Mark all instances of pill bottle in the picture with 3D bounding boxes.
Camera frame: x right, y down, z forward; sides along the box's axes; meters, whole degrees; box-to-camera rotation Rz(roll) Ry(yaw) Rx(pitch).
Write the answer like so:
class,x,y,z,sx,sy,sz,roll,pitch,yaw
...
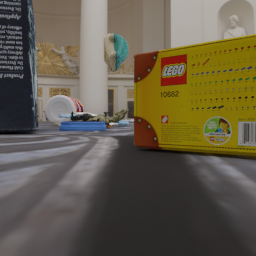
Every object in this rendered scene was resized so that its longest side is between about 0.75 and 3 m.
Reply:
class,x,y,z,sx,sy,sz,roll,pitch,yaw
pill bottle,-2.450,-0.677,11.304,1.166,1.166,2.064,0,2,4

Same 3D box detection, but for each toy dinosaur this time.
class,x,y,z,sx,sy,sz,roll,pitch,yaw
toy dinosaur,-1.118,-0.209,7.935,2.309,0.548,1.018,-6,0,1

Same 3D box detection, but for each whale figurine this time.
class,x,y,z,sx,sy,sz,roll,pitch,yaw
whale figurine,-0.467,-3.281,12.289,1.125,1.725,2.169,-3,33,-9

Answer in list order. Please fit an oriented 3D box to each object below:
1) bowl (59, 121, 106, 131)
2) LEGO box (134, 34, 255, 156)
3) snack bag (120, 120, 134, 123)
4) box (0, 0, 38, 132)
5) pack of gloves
class,x,y,z,sx,sy,sz,roll,pitch,yaw
bowl,-1.065,-0.052,6.652,1.108,0.217,1.108,0,1,0
LEGO box,1.353,-0.231,2.376,2.142,0.827,1.595,1,2,36
snack bag,0.939,-0.271,13.290,2.323,0.249,2.190,0,1,-20
box,-2.893,-1.386,5.942,1.828,2.900,2.950,-1,2,-16
pack of gloves,-1.158,-0.155,9.624,2.185,0.431,1.836,13,9,28
